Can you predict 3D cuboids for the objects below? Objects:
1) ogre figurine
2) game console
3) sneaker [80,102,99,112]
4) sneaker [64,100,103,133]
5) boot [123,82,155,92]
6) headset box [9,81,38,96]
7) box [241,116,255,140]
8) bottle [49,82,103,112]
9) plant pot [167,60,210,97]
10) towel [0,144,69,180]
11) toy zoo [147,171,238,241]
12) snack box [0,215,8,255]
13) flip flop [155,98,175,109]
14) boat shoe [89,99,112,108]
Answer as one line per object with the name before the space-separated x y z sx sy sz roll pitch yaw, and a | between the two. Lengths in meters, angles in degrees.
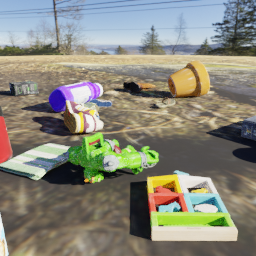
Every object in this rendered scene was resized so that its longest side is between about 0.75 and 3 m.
ogre figurine | -0.465 0.532 5.428 1.828 0.897 1.096 29 20 36
game console | -4.364 0.475 6.591 2.801 1.662 2.414 -9 -11 -27
sneaker | -1.311 -0.669 9.802 0.613 0.458 1.366 -9 16 -11
sneaker | -1.388 -0.317 8.499 0.897 0.746 1.992 2 22 -23
boot | 0.751 -2.106 14.587 1.567 0.537 1.475 -2 9 -31
headset box | -5.072 -1.963 13.718 1.180 0.547 1.027 -12 21 -35
box | 4.370 -0.007 7.634 2.070 0.528 1.632 -13 21 -36
bottle | -1.909 -1.297 10.949 1.043 0.815 2.497 -30 -1 33
plant pot | 2.672 -2.100 12.805 1.477 1.613 1.613 -19 21 -7
towel | -1.864 0.681 6.127 1.093 0.168 1.433 9 21 26
toy zoo | 0.906 1.166 4.555 1.153 0.180 1.758 0 18 1
snack box | -1.505 1.303 2.156 0.441 1.381 2.377 -5 19 -9
flip flop | 1.499 -1.033 11.175 0.465 0.330 1.147 16 24 41
boat shoe | -1.101 -0.972 11.095 0.894 0.323 0.324 7 12 -10
